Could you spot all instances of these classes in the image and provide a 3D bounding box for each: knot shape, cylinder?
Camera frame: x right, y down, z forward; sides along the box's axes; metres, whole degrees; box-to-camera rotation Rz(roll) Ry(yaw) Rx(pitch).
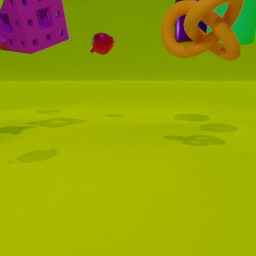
[{"bbox_3d":[1.452,-1.882,5.073,1.592,0.736,1.490,20,-28,-2],"label":"knot shape"},{"bbox_3d":[2.033,-3.174,8.369,1.301,1.301,1.301,0,9,0],"label":"cylinder"},{"bbox_3d":[2.407,-2.529,6.459,1.080,1.080,1.080,0,23,0],"label":"cylinder"}]

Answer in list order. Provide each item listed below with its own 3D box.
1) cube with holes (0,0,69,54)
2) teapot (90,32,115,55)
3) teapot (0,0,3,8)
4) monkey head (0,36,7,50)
[{"bbox_3d":[-2.653,-2.894,7.346,1.397,1.397,1.397,15,38,29],"label":"cube with holes"},{"bbox_3d":[-0.820,-2.720,9.127,1.193,0.584,0.742,-14,-40,40],"label":"teapot"},{"bbox_3d":[-2.059,-1.860,3.689,0.625,1.277,0.794,26,-18,3],"label":"teapot"},{"bbox_3d":[-3.519,-2.002,6.530,1.142,0.957,1.587,27,-32,-30],"label":"monkey head"}]
